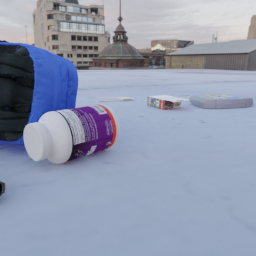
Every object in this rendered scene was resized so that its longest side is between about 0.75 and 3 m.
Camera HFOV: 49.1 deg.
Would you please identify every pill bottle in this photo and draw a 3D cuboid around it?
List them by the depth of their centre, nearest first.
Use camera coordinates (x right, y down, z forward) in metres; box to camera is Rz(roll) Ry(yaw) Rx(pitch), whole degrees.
[{"bbox_3d":[-1.051,0.105,5.432,0.973,0.973,1.731,13,19,42],"label":"pill bottle"}]

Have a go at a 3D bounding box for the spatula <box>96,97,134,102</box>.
[{"bbox_3d":[-0.618,-1.380,13.150,1.661,0.133,1.155,-3,15,-12],"label":"spatula"}]

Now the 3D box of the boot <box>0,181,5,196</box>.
[{"bbox_3d":[-2.346,0.808,3.446,0.756,0.583,1.560,8,14,37],"label":"boot"}]

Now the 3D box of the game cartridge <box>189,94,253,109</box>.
[{"bbox_3d":[3.852,-1.106,11.507,2.241,0.465,1.492,-4,10,-14],"label":"game cartridge"}]

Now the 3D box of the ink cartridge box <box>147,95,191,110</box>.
[{"bbox_3d":[1.579,-0.983,10.987,0.891,0.412,1.635,-8,17,-31],"label":"ink cartridge box"}]

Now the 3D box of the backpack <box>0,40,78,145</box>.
[{"bbox_3d":[-2.423,-0.845,6.521,2.822,2.293,2.368,8,7,35],"label":"backpack"}]
